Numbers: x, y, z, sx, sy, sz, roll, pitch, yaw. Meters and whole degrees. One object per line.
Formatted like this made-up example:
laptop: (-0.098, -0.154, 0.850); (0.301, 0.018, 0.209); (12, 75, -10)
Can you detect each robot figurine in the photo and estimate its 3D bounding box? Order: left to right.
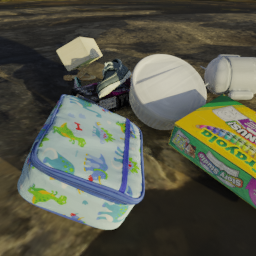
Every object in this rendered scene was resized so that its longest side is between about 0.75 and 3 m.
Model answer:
robot figurine: (3.910, -1.910, 10.323); (2.461, 1.390, 2.087); (-1, 56, -6)

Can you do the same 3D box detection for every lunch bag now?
lunch bag: (-0.748, 0.552, 5.858); (2.271, 1.165, 2.825); (26, 28, -11)

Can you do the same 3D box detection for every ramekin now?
ramekin: (1.076, -0.988, 8.349); (2.293, 1.068, 2.293); (6, 63, -13)

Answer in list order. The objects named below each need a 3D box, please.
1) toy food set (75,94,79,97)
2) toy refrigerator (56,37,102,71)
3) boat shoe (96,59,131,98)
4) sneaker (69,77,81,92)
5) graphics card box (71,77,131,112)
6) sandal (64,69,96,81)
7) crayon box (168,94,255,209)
toy food set: (-1.659, -0.574, 8.690); (0.263, 0.626, 0.872); (26, 34, -34)
toy refrigerator: (-1.801, -2.912, 11.091); (1.016, 0.937, 2.678); (-27, 13, 10)
boat shoe: (-0.566, -1.651, 8.864); (0.955, 0.810, 2.623); (-30, 12, 21)
sneaker: (-1.965, -1.479, 10.331); (0.530, 0.758, 0.295); (-8, 21, 21)
graphics card box: (-0.598, -1.197, 10.008); (2.472, 0.629, 1.551); (-22, 35, -31)
sandal: (-2.104, -2.360, 12.207); (1.420, 0.467, 0.521); (-4, 30, -6)
crayon box: (2.604, 0.403, 6.408); (2.551, 0.744, 2.201); (37, 45, 28)
